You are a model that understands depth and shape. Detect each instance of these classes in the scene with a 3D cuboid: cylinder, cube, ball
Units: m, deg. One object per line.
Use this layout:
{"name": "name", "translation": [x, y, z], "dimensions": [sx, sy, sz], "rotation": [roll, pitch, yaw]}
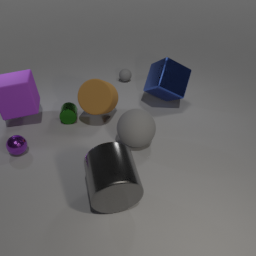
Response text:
{"name": "cylinder", "translation": [-1.189, -1.258, 11.452], "dimensions": [1.400, 1.400, 1.400], "rotation": [4, 6, 7]}
{"name": "cube", "translation": [-4.445, -1.354, 11.245], "dimensions": [1.400, 1.400, 1.400], "rotation": [-12, 34, -6]}
{"name": "ball", "translation": [-3.865, 0.592, 9.732], "dimensions": [0.700, 0.700, 0.700], "rotation": [0, 31, 0]}
{"name": "cylinder", "translation": [-2.482, -0.617, 11.723], "dimensions": [0.700, 0.700, 0.700], "rotation": [-3, 32, -5]}
{"name": "ball", "translation": [0.298, 0.006, 10.055], "dimensions": [1.400, 1.400, 1.400], "rotation": [0, 31, 0]}
{"name": "ball", "translation": [-0.148, -2.927, 15.466], "dimensions": [0.700, 0.700, 0.700], "rotation": [0, 31, 0]}
{"name": "cylinder", "translation": [-0.420, 1.340, 7.607], "dimensions": [1.400, 1.400, 1.400], "rotation": [-7, 45, -12]}
{"name": "cube", "translation": [1.766, -2.152, 12.694], "dimensions": [1.400, 1.400, 1.400], "rotation": [21, -9, -23]}
